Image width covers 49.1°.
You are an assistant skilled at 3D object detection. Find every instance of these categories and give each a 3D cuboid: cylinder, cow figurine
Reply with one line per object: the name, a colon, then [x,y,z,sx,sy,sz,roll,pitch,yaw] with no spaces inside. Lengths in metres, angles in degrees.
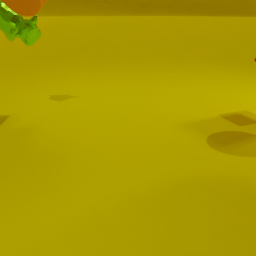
cylinder: [-2.254,-3.262,6.333,1.021,1.021,1.021,7,56,16]
cow figurine: [-2.934,-2.720,7.178,0.773,1.408,1.386,-54,23,-16]

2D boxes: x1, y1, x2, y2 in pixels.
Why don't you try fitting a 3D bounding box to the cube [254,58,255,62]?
cube: [4.147,-1.867,7.440,0.883,0.883,0.883,27,11,-33]
